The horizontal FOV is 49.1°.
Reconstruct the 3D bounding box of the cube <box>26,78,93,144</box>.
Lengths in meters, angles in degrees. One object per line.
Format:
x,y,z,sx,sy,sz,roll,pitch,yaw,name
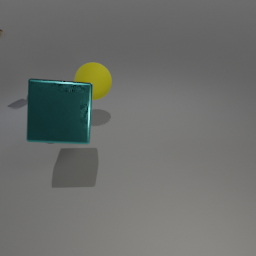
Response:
-1.601,-0.409,6.867,1.400,1.400,1.400,3,5,-8,cube

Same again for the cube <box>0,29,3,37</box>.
-5.145,-3.434,10.120,0.700,0.700,0.700,32,11,10,cube

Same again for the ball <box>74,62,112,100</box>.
-1.318,-1.765,10.608,1.400,1.400,1.400,0,31,0,ball
